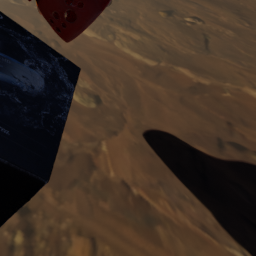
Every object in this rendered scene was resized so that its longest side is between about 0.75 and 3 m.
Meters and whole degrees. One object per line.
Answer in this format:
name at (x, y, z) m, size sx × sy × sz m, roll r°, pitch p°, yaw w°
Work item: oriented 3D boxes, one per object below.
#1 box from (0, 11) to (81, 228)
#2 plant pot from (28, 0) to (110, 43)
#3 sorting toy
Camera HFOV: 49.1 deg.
box at (-2.033, -0.406, 3.458) m, size 2.307 × 1.377 × 2.346 m, roll 33°, pitch 33°, yaw -25°
plant pot at (-1.350, -2.966, 6.309) m, size 1.531 × 1.394 × 1.531 m, roll -32°, pitch 31°, yaw 22°
sorting toy at (-1.502, -4.360, 7.973) m, size 2.205 × 2.450 × 1.309 m, roll 1°, pitch 29°, yaw -8°
